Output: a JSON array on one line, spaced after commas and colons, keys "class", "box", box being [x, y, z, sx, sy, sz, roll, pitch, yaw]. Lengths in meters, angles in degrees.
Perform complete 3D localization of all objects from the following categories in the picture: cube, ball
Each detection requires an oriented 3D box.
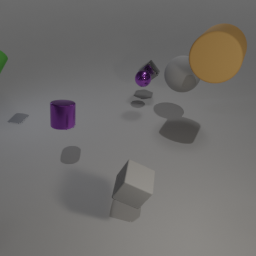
[{"class": "cube", "box": [0.958, -2.602, 12.940, 0.700, 0.700, 0.700, -33, 13, 27]}, {"class": "ball", "box": [2.110, -2.081, 10.844, 1.400, 1.400, 1.400, 0, 33, 0]}, {"class": "ball", "box": [0.639, -2.095, 11.888, 0.700, 0.700, 0.700, 0, 33, 0]}, {"class": "cube", "box": [0.131, 1.289, 6.422, 0.700, 0.700, 0.700, 26, 38, -10]}]

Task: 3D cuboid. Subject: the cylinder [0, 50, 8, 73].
[{"class": "cylinder", "box": [-4.486, -2.201, 9.322, 0.700, 0.700, 0.700, 11, 69, 17]}]

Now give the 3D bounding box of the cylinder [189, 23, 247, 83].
[{"class": "cylinder", "box": [2.576, -2.139, 7.956, 1.400, 1.400, 1.400, 14, 32, 21]}]

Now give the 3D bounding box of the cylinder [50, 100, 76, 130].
[{"class": "cylinder", "box": [-1.830, -0.381, 7.885, 0.700, 0.700, 0.700, 4, 19, -1]}]
